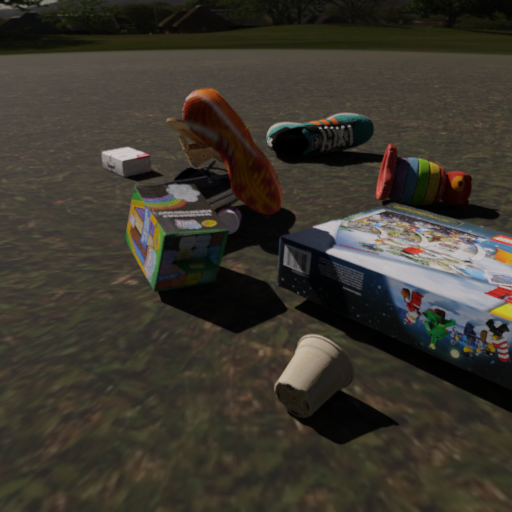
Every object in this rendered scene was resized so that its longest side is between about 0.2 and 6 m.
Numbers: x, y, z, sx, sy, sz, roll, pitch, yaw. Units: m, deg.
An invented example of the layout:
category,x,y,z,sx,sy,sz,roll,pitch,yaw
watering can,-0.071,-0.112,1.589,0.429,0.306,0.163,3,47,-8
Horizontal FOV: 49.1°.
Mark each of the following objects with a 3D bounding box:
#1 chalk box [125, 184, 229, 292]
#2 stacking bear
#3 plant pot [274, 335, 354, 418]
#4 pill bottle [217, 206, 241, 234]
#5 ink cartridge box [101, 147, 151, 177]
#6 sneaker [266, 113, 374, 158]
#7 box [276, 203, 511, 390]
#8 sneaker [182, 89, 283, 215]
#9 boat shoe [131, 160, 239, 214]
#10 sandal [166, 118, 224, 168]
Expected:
category,x,y,z,sx,sy,sz,roll,pitch,yaw
chalk box,-1.180,-0.197,8.633,1.089,1.081,1.744,-6,41,-31
stacking bear,3.625,-1.549,11.958,1.914,1.162,1.089,11,-12,5
plant pot,0.584,1.368,6.171,0.747,0.747,0.684,18,42,34
pill bottle,-0.525,-0.711,10.730,0.460,0.460,0.820,1,15,2
ink cartridge box,-3.350,-2.426,14.428,0.811,0.472,1.114,-20,33,-37
sneaker,1.807,-3.251,15.608,3.047,1.087,1.217,-7,26,4
box,2.894,0.389,7.672,3.000,0.828,4.392,-16,29,-42
sneaker,-0.210,-1.582,8.324,0.776,2.128,0.821,-25,16,31
boat shoe,-1.057,-1.284,10.974,3.276,1.020,1.222,-29,-1,-43
sandal,-1.031,-1.994,10.972,0.717,0.644,1.956,8,-8,36
